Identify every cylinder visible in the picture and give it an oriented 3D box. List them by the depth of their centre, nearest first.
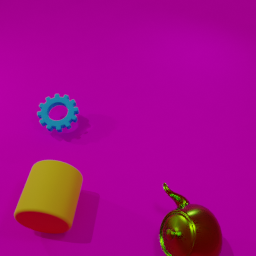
[{"bbox_3d":[-1.685,1.504,6.107,1.182,1.182,1.182,5,49,4],"label":"cylinder"}]

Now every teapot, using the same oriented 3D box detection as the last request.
[{"bbox_3d":[1.129,2.051,5.516,0.997,1.265,2.035,19,46,-34],"label":"teapot"}]

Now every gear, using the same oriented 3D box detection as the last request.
[{"bbox_3d":[-1.967,-0.428,7.915,1.116,0.206,1.116,0,66,-1],"label":"gear"}]
